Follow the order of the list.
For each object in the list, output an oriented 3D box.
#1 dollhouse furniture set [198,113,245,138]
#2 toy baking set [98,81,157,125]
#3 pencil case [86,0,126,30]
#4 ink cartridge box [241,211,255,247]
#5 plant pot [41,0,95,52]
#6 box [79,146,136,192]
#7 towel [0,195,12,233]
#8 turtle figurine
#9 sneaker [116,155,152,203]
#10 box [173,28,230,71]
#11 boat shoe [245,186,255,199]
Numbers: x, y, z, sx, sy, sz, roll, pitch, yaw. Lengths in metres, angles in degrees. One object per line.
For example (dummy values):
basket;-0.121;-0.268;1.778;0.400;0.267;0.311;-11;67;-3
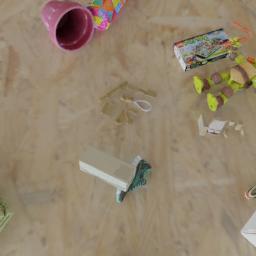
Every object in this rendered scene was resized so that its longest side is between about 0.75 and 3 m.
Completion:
dollhouse furniture set;2.547;0.064;7.800;1.185;0.614;0.525;9;49;-4
toy baking set;-0.021;-0.801;8.582;1.727;0.201;1.326;-40;77;-14
pencil case;-0.637;-4.471;9.590;1.029;1.029;2.327;27;70;10
ink cartridge box;4.516;2.545;6.277;2.753;1.991;2.027;40;74;14
plant pot;-2.041;-3.405;9.009;1.478;1.478;1.323;-40;58;-14
box;-0.523;1.034;7.172;1.376;0.470;0.565;24;53;14
towel;-4.430;1.985;7.053;2.983;0.544;2.213;38;91;14
turtle figurine;3.249;-1.655;8.499;2.364;0.944;2.932;-27;76;-2
sneaker;0.177;1.429;7.540;0.629;0.535;1.379;29;73;7
box;2.479;-2.579;9.188;1.776;0.308;0.977;-20;70;-7
boat shoe;3.591;1.627;7.572;0.900;0.282;0.320;-26;69;-11
